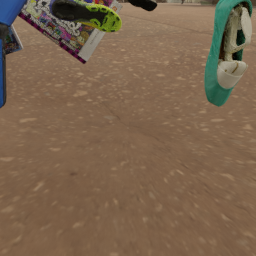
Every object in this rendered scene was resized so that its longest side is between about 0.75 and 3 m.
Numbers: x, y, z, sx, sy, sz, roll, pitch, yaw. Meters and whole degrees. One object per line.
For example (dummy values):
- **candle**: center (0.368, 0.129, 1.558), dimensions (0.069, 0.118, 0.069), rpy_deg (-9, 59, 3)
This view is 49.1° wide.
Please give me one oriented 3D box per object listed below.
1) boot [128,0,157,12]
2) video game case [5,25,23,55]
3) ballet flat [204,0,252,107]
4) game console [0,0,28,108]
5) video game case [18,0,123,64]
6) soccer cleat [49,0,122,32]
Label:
- **boot**: center (0.288, -4.583, 9.304), dimensions (1.473, 0.532, 1.113), rpy_deg (3, 60, -48)
- **video game case**: center (-2.729, -1.741, 5.040), dimensions (1.252, 1.374, 0.158), rpy_deg (-24, 64, -12)
- **ballet flat**: center (2.304, -1.702, 6.365), dimensions (0.857, 2.546, 0.896), rpy_deg (-2, 13, -20)
- **game console**: center (-2.734, -1.534, 4.441), dimensions (2.184, 1.864, 1.292), rpy_deg (13, 28, 3)
- **video game case**: center (-1.782, -3.710, 8.719), dimensions (2.351, 2.594, 0.464), rpy_deg (-60, 21, -13)
- **soccer cleat**: center (-1.156, -3.216, 7.853), dimensions (2.084, 0.674, 0.872), rpy_deg (4, 29, -28)
